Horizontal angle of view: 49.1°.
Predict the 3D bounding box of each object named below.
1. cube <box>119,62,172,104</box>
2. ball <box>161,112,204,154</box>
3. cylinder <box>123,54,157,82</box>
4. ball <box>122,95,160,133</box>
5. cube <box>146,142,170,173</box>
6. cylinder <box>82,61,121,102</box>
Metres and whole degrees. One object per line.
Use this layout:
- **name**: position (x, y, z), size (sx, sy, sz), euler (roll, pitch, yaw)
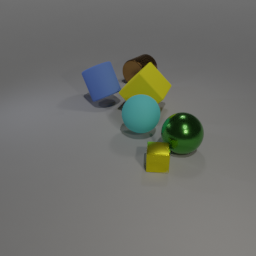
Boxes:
- **cube**: position (0.744, -1.639, 11.848), size (1.400, 1.400, 1.400), euler (46, 38, -9)
- **ball**: position (1.806, 0.174, 9.334), size (1.400, 1.400, 1.400), euler (0, 30, 0)
- **cylinder**: position (0.652, -3.145, 15.131), size (1.400, 1.400, 1.400), euler (19, 35, 30)
- **ball**: position (0.470, -0.511, 10.158), size (1.400, 1.400, 1.400), euler (0, 30, 0)
- **cube**: position (0.931, 0.906, 8.727), size (0.700, 0.700, 0.700), euler (3, 30, 5)
- **cylinder**: position (-1.180, -2.074, 12.575), size (1.400, 1.400, 1.400), euler (-21, 8, 3)
